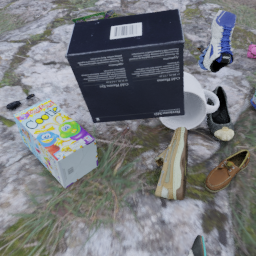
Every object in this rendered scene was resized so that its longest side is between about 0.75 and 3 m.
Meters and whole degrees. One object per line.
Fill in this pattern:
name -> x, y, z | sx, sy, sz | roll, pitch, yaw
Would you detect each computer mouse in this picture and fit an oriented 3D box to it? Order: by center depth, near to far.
computer mouse -> -4.559, -1.113, 11.988 | 0.407, 0.237, 1.390 | 13, 37, 42

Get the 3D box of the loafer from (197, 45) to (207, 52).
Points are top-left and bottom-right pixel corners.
loafer -> 4.023, -4.172, 15.015 | 0.304, 0.306, 0.841 | -25, 39, -12

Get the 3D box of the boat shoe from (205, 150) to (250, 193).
boat shoe -> 3.239, 1.317, 9.161 | 1.984, 0.674, 0.714 | -32, 53, -29

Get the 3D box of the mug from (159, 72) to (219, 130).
mug -> 2.368, -1.176, 10.980 | 2.408, 1.778, 2.111 | 10, 38, 0

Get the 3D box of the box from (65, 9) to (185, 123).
box -> 0.103, -1.583, 7.799 | 2.841, 2.587, 1.479 | -4, 51, 8

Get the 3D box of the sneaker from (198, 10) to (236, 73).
sneaker -> 3.370, -2.888, 9.910 | 0.886, 2.192, 1.266 | 6, 31, -18

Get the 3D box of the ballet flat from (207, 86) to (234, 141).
ballet flat -> 3.583, -0.599, 11.013 | 0.926, 0.792, 2.787 | 2, 45, 3

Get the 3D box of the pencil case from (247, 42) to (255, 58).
pencil case -> 7.087, -3.957, 14.493 | 1.656, 0.751, 0.776 | 10, 36, 7

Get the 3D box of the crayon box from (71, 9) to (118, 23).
crayon box -> -0.647, -2.859, 9.335 | 1.489, 2.368, 0.611 | -3, 75, 24

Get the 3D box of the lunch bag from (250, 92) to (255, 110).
lunch bag -> 6.638, -1.068, 11.301 | 2.943, 1.112, 2.358 | -21, 51, -21

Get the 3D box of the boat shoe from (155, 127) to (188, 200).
boat shoe -> 1.417, 1.029, 9.319 | 1.074, 1.010, 2.819 | -1, 43, 18

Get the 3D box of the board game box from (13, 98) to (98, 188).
board game box -> -2.434, 0.425, 9.513 | 1.413, 1.438, 2.743 | -33, 54, -30

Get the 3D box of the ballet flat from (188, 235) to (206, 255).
ballet flat -> 1.741, 3.613, 6.886 | 0.672, 0.668, 1.965 | -9, 44, 4
